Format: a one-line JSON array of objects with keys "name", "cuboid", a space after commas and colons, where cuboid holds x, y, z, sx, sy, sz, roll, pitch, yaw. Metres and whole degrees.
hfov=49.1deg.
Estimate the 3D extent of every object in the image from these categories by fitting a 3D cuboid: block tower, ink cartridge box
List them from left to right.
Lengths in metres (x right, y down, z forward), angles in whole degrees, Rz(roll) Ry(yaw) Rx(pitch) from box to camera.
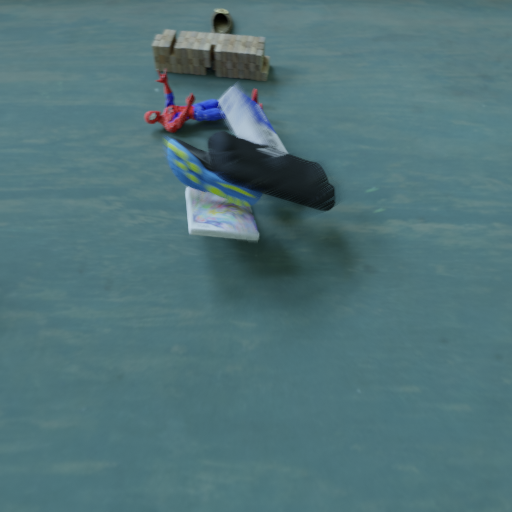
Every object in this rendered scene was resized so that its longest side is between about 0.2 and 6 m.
[{"name": "block tower", "cuboid": [-1.174, -5.390, 15.001, 3.039, 0.879, 0.821, 7, 55, 4]}, {"name": "ink cartridge box", "cuboid": [0.041, -2.700, 12.663, 0.515, 1.094, 2.328, -40, 57, 22]}]

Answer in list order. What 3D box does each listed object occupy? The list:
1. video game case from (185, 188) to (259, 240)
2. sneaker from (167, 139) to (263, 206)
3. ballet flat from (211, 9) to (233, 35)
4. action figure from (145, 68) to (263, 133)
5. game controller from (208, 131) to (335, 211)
[{"name": "video game case", "cuboid": [-0.735, -0.890, 11.461, 1.345, 0.169, 1.879, 5, 30, -13]}, {"name": "sneaker", "cuboid": [-0.838, -1.764, 11.514, 2.219, 0.787, 0.919, 25, 46, 6]}, {"name": "ballet flat", "cuboid": [-1.046, -6.595, 16.114, 0.652, 0.448, 1.934, 4, 54, 3]}, {"name": "action figure", "cuboid": [-1.331, -3.804, 13.567, 2.860, 1.415, 0.933, -12, 52, -6]}, {"name": "game controller", "cuboid": [0.335, -1.650, 10.922, 2.685, 0.565, 1.401, 14, 33, -27]}]
